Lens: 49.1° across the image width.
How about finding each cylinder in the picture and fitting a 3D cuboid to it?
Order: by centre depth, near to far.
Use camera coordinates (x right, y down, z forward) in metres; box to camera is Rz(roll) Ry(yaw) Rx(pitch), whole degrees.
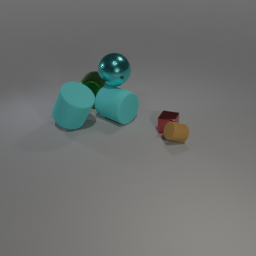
[{"bbox_3d":[1.823,0.150,10.590,0.700,0.700,0.700,11,23,-28],"label":"cylinder"},{"bbox_3d":[-2.220,-0.899,11.340,1.400,1.400,1.400,17,45,-18],"label":"cylinder"},{"bbox_3d":[-0.479,-1.030,12.145,1.400,1.400,1.400,23,37,34],"label":"cylinder"},{"bbox_3d":[-1.707,-1.862,13.577,1.400,1.400,1.400,3,30,6],"label":"cylinder"}]

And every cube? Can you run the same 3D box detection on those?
[{"bbox_3d":[1.653,-0.219,11.408,0.700,0.700,0.700,10,33,23],"label":"cube"}]

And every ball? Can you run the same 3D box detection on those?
[{"bbox_3d":[-0.572,-2.458,11.836,1.400,1.400,1.400,0,30,0],"label":"ball"}]
